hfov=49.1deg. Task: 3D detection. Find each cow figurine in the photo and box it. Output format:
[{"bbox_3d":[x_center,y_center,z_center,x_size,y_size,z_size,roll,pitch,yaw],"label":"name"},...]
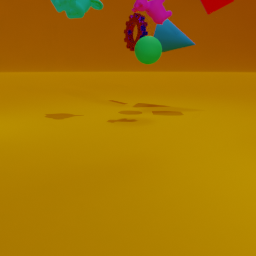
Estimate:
[{"bbox_3d":[0.587,-2.979,7.090,0.869,0.883,0.485,-37,13,-21],"label":"cow figurine"}]

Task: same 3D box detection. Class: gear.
[{"bbox_3d":[0.308,-4.038,11.848,0.278,1.501,1.501,-4,13,-30],"label":"gear"}]

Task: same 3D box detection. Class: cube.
[{"bbox_3d":[2.504,-3.963,8.086,0.800,0.800,0.800,-20,40,32],"label":"cube"}]

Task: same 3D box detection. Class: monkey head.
[{"bbox_3d":[-1.467,-3.642,7.588,1.625,0.979,1.169,28,-30,-9],"label":"monkey head"}]

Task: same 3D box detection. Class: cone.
[{"bbox_3d":[1.860,-3.424,10.865,1.546,1.540,1.540,17,15,9],"label":"cone"}]

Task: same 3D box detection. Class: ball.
[{"bbox_3d":[0.674,-2.581,9.318,0.911,0.911,0.911,0,12,0],"label":"ball"}]
